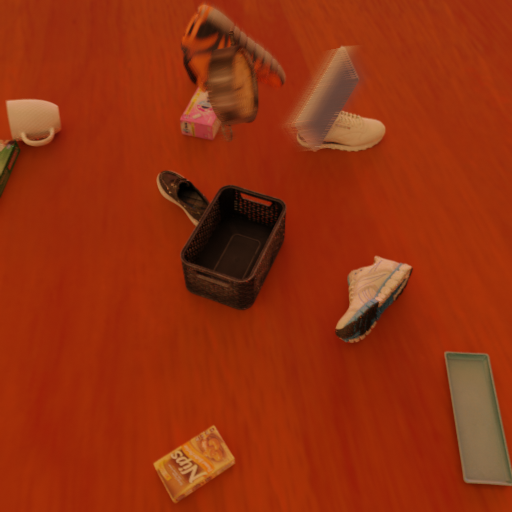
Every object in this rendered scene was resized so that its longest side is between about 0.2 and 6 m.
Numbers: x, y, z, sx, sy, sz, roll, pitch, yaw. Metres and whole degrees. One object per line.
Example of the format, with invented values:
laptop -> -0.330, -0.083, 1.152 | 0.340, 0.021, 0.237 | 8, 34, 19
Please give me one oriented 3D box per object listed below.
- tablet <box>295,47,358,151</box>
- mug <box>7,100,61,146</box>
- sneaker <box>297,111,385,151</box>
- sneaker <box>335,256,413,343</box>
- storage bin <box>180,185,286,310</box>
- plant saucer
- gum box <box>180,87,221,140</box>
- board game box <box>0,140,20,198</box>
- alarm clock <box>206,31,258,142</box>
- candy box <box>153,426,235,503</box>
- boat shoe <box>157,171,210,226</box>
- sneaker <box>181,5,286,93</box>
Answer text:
tablet -> 0.977, -2.108, 7.626 | 0.084, 0.805, 1.237 | 30, 88, 30
mug -> -5.099, -3.040, 12.961 | 1.078, 0.908, 1.229 | -9, 61, -18
sneaker -> 1.989, -2.974, 12.933 | 2.076, 0.836, 0.793 | -3, 52, -4
sneaker -> 1.961, 0.740, 10.299 | 0.922, 0.797, 2.127 | 30, 50, 27
storage bin -> -0.394, -0.196, 10.772 | 1.427, 0.989, 2.110 | 18, 55, 13
plant saucer -> 3.596, 2.616, 9.171 | 0.769, 0.209, 2.201 | 3, 53, 2
gum box -> -1.207, -3.477, 13.525 | 0.790, 0.460, 1.392 | 13, 54, 10
board game box -> -6.350, -1.604, 12.198 | 1.659, 0.359, 2.465 | 2, 53, 2
alarm clock -> -0.421, -2.647, 9.216 | 0.612, 1.241, 1.840 | -5, 61, 17
candy box -> -0.949, 3.210, 8.655 | 1.090, 0.301, 0.629 | -28, 59, -20
boat shoe -> -1.516, -1.331, 11.835 | 0.648, 0.614, 1.854 | -29, 58, -20
sneaker -> -0.504, -3.446, 10.308 | 1.243, 2.218, 0.860 | -58, 38, 8
